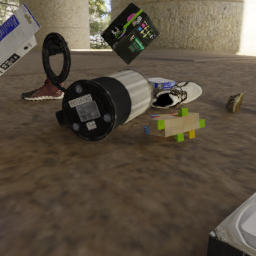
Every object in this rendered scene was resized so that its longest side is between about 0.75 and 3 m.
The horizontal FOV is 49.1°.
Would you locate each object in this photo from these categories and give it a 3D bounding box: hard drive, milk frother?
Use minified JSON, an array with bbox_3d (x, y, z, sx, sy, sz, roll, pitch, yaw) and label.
[{"bbox_3d":[2.533,1.657,3.447,1.759,0.476,2.518,-17,26,-40],"label":"hard drive"},{"bbox_3d":[-0.949,-1.453,8.678,2.660,2.947,2.772,5,19,25],"label":"milk frother"}]

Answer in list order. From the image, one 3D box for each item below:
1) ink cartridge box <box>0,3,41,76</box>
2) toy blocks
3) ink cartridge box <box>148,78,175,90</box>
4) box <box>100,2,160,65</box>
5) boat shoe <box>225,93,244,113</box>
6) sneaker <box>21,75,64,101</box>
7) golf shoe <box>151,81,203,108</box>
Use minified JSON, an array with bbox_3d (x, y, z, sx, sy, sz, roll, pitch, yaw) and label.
[{"bbox_3d":[-3.570,-2.541,8.376,2.288,1.138,0.448,-37,-18,8],"label":"ink cartridge box"},{"bbox_3d":[1.185,-0.142,8.302,1.804,0.902,1.233,-12,11,-34],"label":"toy blocks"},{"bbox_3d":[1.572,-2.076,13.912,1.114,0.623,1.632,-11,20,-28],"label":"ink cartridge box"},{"bbox_3d":[0.072,-3.452,10.287,1.042,1.676,1.245,35,15,-50],"label":"box"},{"bbox_3d":[4.215,-1.067,11.070,0.529,0.598,1.633,15,23,23],"label":"boat shoe"},{"bbox_3d":[-3.805,-1.848,12.512,1.928,1.114,0.730,-4,20,-11],"label":"sneaker"},{"bbox_3d":[1.905,-1.198,11.189,2.509,0.975,1.185,-10,30,-7],"label":"golf shoe"}]
